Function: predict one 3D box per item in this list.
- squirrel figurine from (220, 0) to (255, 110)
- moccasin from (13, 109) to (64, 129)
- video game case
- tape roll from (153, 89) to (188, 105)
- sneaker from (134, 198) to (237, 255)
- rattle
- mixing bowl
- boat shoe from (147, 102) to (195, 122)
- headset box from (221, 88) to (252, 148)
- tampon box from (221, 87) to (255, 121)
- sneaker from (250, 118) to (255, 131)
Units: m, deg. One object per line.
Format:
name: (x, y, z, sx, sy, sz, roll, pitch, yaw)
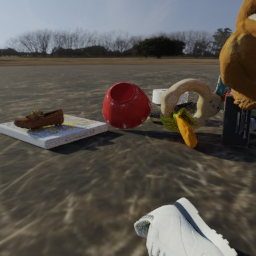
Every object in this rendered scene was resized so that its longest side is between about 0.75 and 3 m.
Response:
squirrel figurine: (2.488, -1.814, 4.776, 2.023, 2.668, 2.859, -1, -17, 12)
moccasin: (-2.116, -0.247, 6.725, 1.226, 0.473, 0.449, -10, 18, -33)
video game case: (-1.923, -0.009, 7.201, 2.095, 0.240, 1.906, 12, 19, 37)
tape roll: (1.677, -1.237, 11.169, 1.407, 0.492, 1.407, 2, 15, -1)
sneaker: (0.524, 1.166, 2.448, 0.608, 0.577, 1.510, -12, 11, -11)
rattle: (1.982, -0.497, 6.609, 2.209, 1.438, 1.578, -10, 10, -15)
mixing bowl: (-0.091, -0.732, 7.483, 1.367, 0.740, 1.367, -5, 57, 7)
boat shoe: (1.307, -0.519, 8.500, 1.690, 0.548, 0.608, -5, 16, -20)
headset box: (2.531, -0.272, 6.482, 0.584, 1.125, 1.512, 5, 15, 20)
tampon box: (3.598, -0.693, 8.012, 1.010, 0.851, 1.347, 18, 4, -30)
sneaker: (3.273, -0.159, 7.625, 0.361, 0.325, 0.878, -3, 16, -18)
